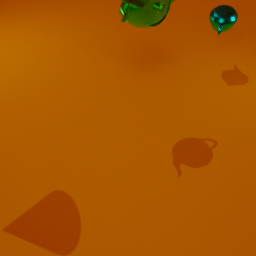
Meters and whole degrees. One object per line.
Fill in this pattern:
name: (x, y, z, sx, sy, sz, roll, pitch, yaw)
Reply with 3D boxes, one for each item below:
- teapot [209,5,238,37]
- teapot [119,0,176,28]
teapot: (2.894, -3.315, 8.552, 0.847, 0.667, 1.362, 15, 63, 13)
teapot: (0.370, -2.393, 5.427, 1.647, 1.024, 0.807, -31, 52, -25)
